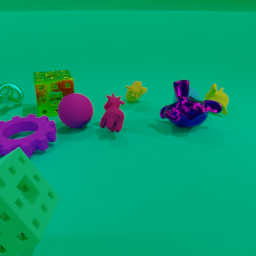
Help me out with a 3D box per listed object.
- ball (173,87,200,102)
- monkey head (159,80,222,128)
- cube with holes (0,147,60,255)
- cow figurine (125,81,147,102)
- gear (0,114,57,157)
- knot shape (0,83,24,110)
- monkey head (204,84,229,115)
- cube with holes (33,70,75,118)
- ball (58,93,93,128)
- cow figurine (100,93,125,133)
[{"bbox_3d":[1.958,-0.961,9.381,0.877,0.877,0.877,0,25,0],"label":"ball"},{"bbox_3d":[1.735,-0.700,8.360,1.950,1.403,1.175,-5,1,25],"label":"monkey head"},{"bbox_3d":[-1.758,1.094,3.864,1.011,1.011,1.011,-31,15,10],"label":"cube with holes"},{"bbox_3d":[0.212,-1.296,10.329,0.628,1.144,1.125,49,45,3],"label":"cow figurine"},{"bbox_3d":[-2.857,0.186,7.512,1.811,0.335,1.811,-2,29,1],"label":"gear"},{"bbox_3d":[-4.409,-1.160,10.017,1.541,0.712,1.442,11,25,29],"label":"knot shape"},{"bbox_3d":[3.109,-1.057,9.657,0.789,0.941,1.309,8,48,1],"label":"monkey head"},{"bbox_3d":[-2.558,-1.222,9.743,1.244,1.244,1.244,-8,27,-17],"label":"cube with holes"},{"bbox_3d":[-1.565,-0.514,8.397,1.053,1.053,1.053,0,25,0],"label":"ball"},{"bbox_3d":[-0.402,-0.471,8.176,0.639,1.146,1.164,21,-6,-22],"label":"cow figurine"}]
